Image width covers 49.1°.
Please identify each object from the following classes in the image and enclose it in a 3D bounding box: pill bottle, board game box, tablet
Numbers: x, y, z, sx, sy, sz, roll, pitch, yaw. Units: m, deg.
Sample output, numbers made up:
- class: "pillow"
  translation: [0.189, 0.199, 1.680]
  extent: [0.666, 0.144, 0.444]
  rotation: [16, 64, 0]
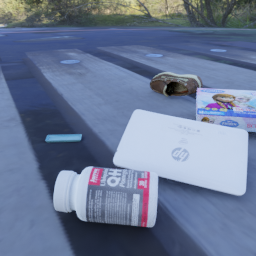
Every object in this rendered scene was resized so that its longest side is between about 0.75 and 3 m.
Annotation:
- class: "pill bottle"
  translation: [-0.299, 0.976, 4.079]
  extent: [1.422, 0.787, 0.787]
  rotation: [4, 24, 3]
- class: "board game box"
  translation: [2.798, -0.525, 7.383]
  extent: [1.964, 0.404, 1.959]
  rotation: [5, 27, 11]
- class: "tablet"
  translation: [1.012, 0.349, 5.215]
  extent: [2.290, 0.156, 1.490]
  rotation: [11, 49, 14]

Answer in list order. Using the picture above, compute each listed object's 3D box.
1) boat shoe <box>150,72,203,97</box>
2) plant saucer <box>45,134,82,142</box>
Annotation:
- class: "boat shoe"
  translation: [1.435, -1.448, 9.587]
  extent: [0.799, 0.797, 2.159]
  rotation: [-37, 26, -31]
- class: "plant saucer"
  translation: [-1.530, 0.251, 6.699]
  extent: [0.827, 0.078, 0.289]
  rotation: [-1, 25, -4]
